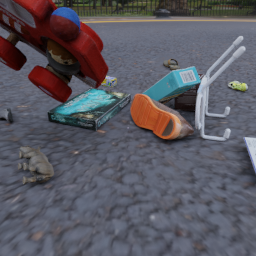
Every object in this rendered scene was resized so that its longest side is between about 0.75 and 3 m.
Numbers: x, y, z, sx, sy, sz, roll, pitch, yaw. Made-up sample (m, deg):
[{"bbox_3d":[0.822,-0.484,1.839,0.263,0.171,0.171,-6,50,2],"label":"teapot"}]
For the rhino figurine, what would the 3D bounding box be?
[{"bbox_3d":[-2.121,0.751,6.340,0.667,0.456,1.525,6,19,-31],"label":"rhino figurine"}]

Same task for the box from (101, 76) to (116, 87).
[{"bbox_3d":[-1.022,-2.067,12.215,1.064,0.342,0.373,17,31,30],"label":"box"}]

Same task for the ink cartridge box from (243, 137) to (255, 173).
[{"bbox_3d":[3.652,0.817,6.322,1.799,0.390,1.767,4,26,12],"label":"ink cartridge box"}]

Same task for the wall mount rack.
[{"bbox_3d":[2.552,-1.151,7.886,1.082,2.521,2.902,5,27,17],"label":"wall mount rack"}]

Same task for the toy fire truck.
[{"bbox_3d":[-1.683,-1.843,5.397,2.926,1.641,2.457,35,-9,-5],"label":"toy fire truck"}]

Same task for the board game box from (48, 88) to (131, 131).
[{"bbox_3d":[-1.194,-0.726,9.465,1.748,0.364,2.585,11,28,21],"label":"board game box"}]

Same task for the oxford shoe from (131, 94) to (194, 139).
[{"bbox_3d":[0.903,-0.313,8.331,0.922,0.902,2.529,8,22,-34],"label":"oxford shoe"}]

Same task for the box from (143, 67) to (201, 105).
[{"bbox_3d":[1.218,-1.187,8.866,0.887,0.530,2.155,-17,-7,-29],"label":"box"}]

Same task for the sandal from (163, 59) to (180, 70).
[{"bbox_3d":[2.338,-3.411,14.820,0.667,0.446,1.632,-3,26,-6],"label":"sandal"}]

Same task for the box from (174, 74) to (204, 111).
[{"bbox_3d":[2.118,-1.242,9.615,0.858,1.045,0.867,5,28,29],"label":"box"}]

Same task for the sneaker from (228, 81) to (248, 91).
[{"bbox_3d":[4.528,-1.686,11.493,0.378,0.373,0.988,-15,19,-13],"label":"sneaker"}]

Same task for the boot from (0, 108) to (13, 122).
[{"bbox_3d":[-3.995,-0.348,8.817,0.647,0.343,0.983,-14,18,-20],"label":"boot"}]
